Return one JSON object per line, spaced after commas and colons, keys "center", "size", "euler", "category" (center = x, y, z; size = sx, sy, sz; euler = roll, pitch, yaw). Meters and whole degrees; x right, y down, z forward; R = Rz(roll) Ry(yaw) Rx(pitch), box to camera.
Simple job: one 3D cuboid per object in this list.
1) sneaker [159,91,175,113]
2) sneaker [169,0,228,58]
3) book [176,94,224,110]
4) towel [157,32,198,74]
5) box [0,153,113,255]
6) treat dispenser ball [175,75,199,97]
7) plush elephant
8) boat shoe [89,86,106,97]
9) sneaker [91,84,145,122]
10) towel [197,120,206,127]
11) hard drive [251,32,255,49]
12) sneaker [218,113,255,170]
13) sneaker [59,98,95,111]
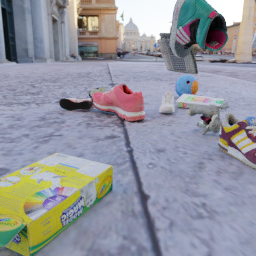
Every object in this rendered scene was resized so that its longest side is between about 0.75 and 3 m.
{"center": [1.569, -1.051, 11.279], "size": [0.627, 0.799, 1.609], "euler": [2, 16, 5], "category": "sneaker"}
{"center": [1.383, -1.740, 5.391], "size": [1.005, 0.696, 1.664], "euler": [43, -10, 20], "category": "sneaker"}
{"center": [3.130, -1.061, 12.160], "size": [1.829, 0.440, 1.222], "euler": [9, 22, 24], "category": "book"}
{"center": [1.790, -2.730, 10.282], "size": [0.279, 1.615, 1.555], "euler": [-37, 35, -22], "category": "towel"}
{"center": [-1.381, 1.092, 4.393], "size": [1.374, 0.566, 2.341], "euler": [9, 16, 27], "category": "box"}
{"center": [2.979, -2.088, 14.216], "size": [1.182, 1.182, 1.182], "euler": [0, 16, 0], "category": "treat dispenser ball"}
{"center": [2.489, -0.176, 8.323], "size": [1.180, 0.913, 0.972], "euler": [-24, -46, 40], "category": "plush elephant"}
{"center": [-1.668, -1.818, 14.623], "size": [0.427, 0.498, 1.362], "euler": [-20, 12, 29], "category": "boat shoe"}
{"center": [-0.347, -1.164, 10.638], "size": [2.734, 1.186, 1.007], "euler": [23, 27, 40], "category": "sneaker"}
{"center": [2.880, -0.115, 9.232], "size": [0.748, 0.154, 1.003], "euler": [-15, 22, -40], "category": "towel"}
{"center": [4.167, -3.175, 8.738], "size": [0.167, 0.824, 1.249], "euler": [19, -13, 15], "category": "hard drive"}
{"center": [2.902, 0.279, 6.373], "size": [0.819, 0.985, 2.186], "euler": [-8, 18, -25], "category": "sneaker"}
{"center": [-2.063, -1.000, 11.734], "size": [1.490, 0.497, 0.798], "euler": [4, 11, 19], "category": "sneaker"}
